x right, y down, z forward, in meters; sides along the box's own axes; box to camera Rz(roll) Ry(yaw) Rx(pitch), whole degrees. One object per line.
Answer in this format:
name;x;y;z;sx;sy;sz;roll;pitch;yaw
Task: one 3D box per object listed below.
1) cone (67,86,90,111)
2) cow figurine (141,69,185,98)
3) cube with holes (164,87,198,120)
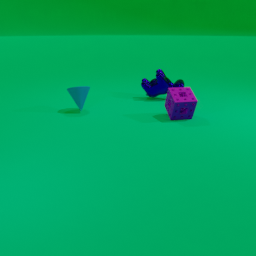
cone;-1.751;-1.023;10.190;0.854;0.857;0.854;-7;1;0
cow figurine;1.559;-1.677;11.952;1.669;1.642;0.916;-29;23;22
cube with holes;1.781;-0.833;9.534;0.785;0.785;0.785;-4;45;-10
